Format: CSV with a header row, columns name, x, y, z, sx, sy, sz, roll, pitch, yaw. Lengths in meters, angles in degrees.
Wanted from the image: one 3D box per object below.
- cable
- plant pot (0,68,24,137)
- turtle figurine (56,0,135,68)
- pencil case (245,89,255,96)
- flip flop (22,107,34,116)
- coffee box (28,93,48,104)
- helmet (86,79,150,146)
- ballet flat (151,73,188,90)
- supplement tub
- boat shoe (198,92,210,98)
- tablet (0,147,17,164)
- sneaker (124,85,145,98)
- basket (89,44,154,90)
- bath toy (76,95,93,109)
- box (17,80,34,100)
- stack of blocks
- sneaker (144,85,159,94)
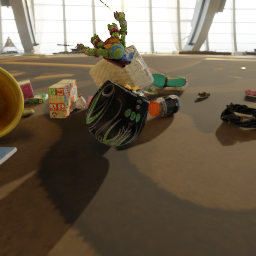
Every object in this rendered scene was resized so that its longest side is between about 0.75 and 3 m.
name,x,y,z,sx,sy,sz,roll,pitch,yaw
cable,4.937,-0.570,11.518,1.913,0.595,2.344,12,21,30
plant pot,-5.092,-0.878,9.861,2.559,2.559,2.408,-8,6,-23
turtle figurine,-0.621,-2.280,6.650,1.729,1.244,1.676,19,19,-17
pencil case,7.221,-2.026,16.096,0.943,0.390,0.408,20,-8,47
flip flop,-5.163,-0.956,12.551,2.240,0.645,0.908,10,21,28
coffee box,-4.771,-1.588,14.952,0.778,0.278,1.265,-2,19,-2
helmet,-0.368,-0.343,8.462,1.908,1.819,1.908,29,9,-5
ballet flat,2.615,-2.909,18.200,2.798,1.058,0.894,17,-5,31
supplement tub,1.567,-0.939,12.181,1.388,0.850,0.850,-15,24,-39
boat shoe,4.342,-1.902,15.889,0.925,0.278,0.330,-12,22,-32
tablet,-4.457,0.825,8.137,1.998,0.136,1.300,1,19,7
sneaker,0.332,-1.101,12.314,1.156,1.172,2.994,35,13,8
basket,-0.335,-2.675,14.189,2.243,2.223,1.804,-27,5,37
bath toy,-1.659,-1.264,13.460,1.780,0.658,0.774,3,19,11
box,-5.785,-1.928,14.699,1.445,0.794,1.643,-17,21,-16
stack of blocks,-2.914,-1.395,12.812,0.666,1.310,2.276,1,19,3
sneaker,1.377,-2.320,16.784,1.091,0.490,0.366,17,25,41
